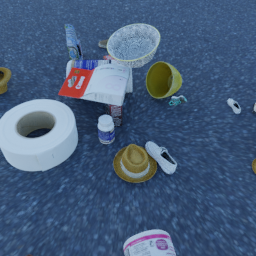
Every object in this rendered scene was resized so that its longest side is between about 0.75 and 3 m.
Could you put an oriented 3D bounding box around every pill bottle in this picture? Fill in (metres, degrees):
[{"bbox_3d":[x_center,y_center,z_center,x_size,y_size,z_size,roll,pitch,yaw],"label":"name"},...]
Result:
[{"bbox_3d":[0.714,3.733,6.634,1.265,1.265,2.231,-9,47,-8],"label":"pill bottle"},{"bbox_3d":[-1.183,-2.156,12.141,2.714,1.571,1.571,-1,46,-1],"label":"pill bottle"},{"bbox_3d":[-0.807,0.050,10.363,0.604,1.044,0.604,0,46,0],"label":"pill bottle"}]

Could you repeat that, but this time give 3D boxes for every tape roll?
[{"bbox_3d":[-3.271,0.194,10.272,2.812,0.983,2.812,0,45,0],"label":"tape roll"}]

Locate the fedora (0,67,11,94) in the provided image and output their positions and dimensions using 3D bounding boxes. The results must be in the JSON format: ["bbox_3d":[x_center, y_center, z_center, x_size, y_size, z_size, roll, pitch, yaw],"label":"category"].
[{"bbox_3d":[-5.911,-1.988,12.502,1.783,0.727,1.783,-8,47,8],"label":"fedora"}]

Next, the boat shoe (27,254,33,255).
[{"bbox_3d":[-2.870,3.871,7.053,0.498,0.498,1.415,19,50,16],"label":"boat shoe"}]

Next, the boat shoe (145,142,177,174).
[{"bbox_3d":[1.195,0.917,9.824,0.556,0.494,1.510,-11,47,-40],"label":"boat shoe"}]

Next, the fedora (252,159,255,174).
[{"bbox_3d":[4.778,1.312,9.588,1.004,0.409,1.004,0,47,0],"label":"fedora"}]

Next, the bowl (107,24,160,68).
[{"bbox_3d":[0.284,-3.005,10.864,2.047,0.960,2.047,-6,57,10],"label":"bowl"}]

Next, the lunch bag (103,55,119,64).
[{"bbox_3d":[-0.813,-3.413,14.211,0.734,0.341,0.833,-17,48,-16],"label":"lunch bag"}]

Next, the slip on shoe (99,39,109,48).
[{"bbox_3d":[-0.738,-4.830,15.443,1.795,0.544,0.683,-5,46,-5],"label":"slip on shoe"}]

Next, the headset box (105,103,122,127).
[{"bbox_3d":[-0.572,-0.855,11.025,0.522,1.352,1.006,-12,48,-10],"label":"headset box"}]

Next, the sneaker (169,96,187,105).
[{"bbox_3d":[1.686,-0.889,9.534,0.345,0.293,0.755,-47,21,-20],"label":"sneaker"}]

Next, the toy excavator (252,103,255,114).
[{"bbox_3d":[5.690,-0.658,11.487,1.051,0.525,1.022,25,51,10],"label":"toy excavator"}]

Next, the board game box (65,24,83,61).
[{"bbox_3d":[-2.530,-3.580,13.553,0.620,2.009,2.008,-9,61,-6],"label":"board game box"}]

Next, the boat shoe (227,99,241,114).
[{"bbox_3d":[4.543,-0.997,11.901,0.334,0.296,0.907,-11,47,-11],"label":"boat shoe"}]

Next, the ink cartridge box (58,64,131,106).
[{"bbox_3d":[-1.192,-1.777,10.509,2.353,0.671,1.913,13,44,-2],"label":"ink cartridge box"}]

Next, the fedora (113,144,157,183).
[{"bbox_3d":[0.245,1.081,9.637,1.623,0.662,1.623,0,45,0],"label":"fedora"}]

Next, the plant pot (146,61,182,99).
[{"bbox_3d":[1.725,-2.060,12.266,1.110,1.563,1.563,-3,39,-41],"label":"plant pot"}]
